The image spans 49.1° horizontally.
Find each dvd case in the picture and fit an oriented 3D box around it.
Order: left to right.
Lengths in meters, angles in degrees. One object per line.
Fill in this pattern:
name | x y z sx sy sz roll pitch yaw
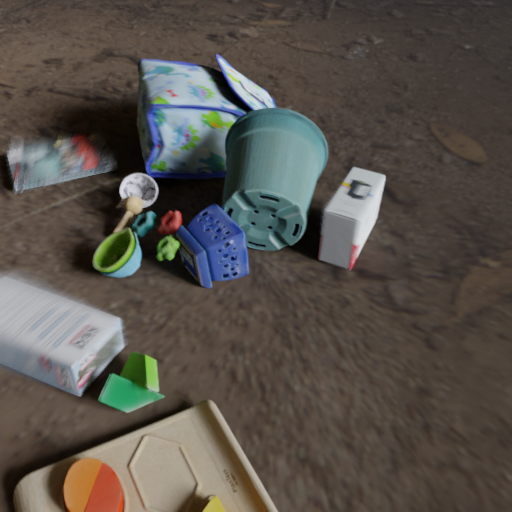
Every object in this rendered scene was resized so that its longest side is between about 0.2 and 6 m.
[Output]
dvd case | -3.623 -1.780 10.397 1.790 0.197 1.307 -16 41 -20

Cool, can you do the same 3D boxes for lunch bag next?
lunch bag | -0.775 -2.575 10.368 2.694 1.717 2.291 0 38 -17

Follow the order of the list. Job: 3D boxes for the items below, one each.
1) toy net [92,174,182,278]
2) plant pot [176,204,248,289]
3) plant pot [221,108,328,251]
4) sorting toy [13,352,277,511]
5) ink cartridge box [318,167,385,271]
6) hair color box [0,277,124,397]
toy net | -1.800 -0.684 8.594 1.278 0.470 2.436 -28 42 16
plant pot | -0.655 -0.100 8.054 0.762 0.848 0.848 -27 47 -20
plant pot | 0.205 -1.104 8.682 1.713 1.713 1.678 6 48 6
sorting toy | -1.253 2.225 5.610 2.228 0.444 3.014 -20 44 -21
ink cartridge box | 1.447 -0.582 8.479 0.544 0.958 1.314 18 44 18
hair color box | -2.694 0.954 6.959 1.844 0.559 0.913 16 39 18
